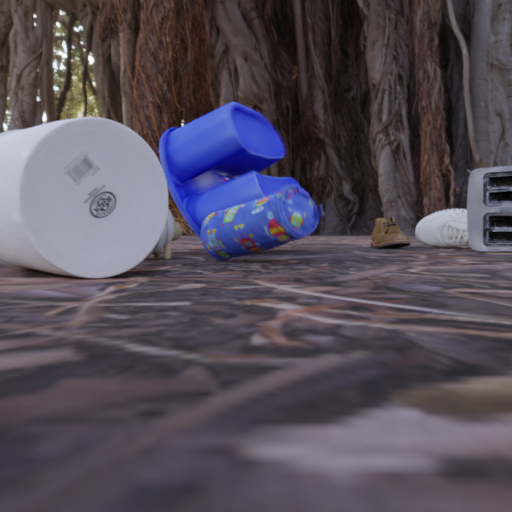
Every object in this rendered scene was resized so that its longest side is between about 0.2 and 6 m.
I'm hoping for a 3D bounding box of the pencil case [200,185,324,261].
[{"bbox_3d":[0.022,-0.476,8.062,0.750,0.835,1.923,36,-32,-31],"label":"pencil case"}]

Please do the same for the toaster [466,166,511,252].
[{"bbox_3d":[5.548,-1.029,12.157,2.096,1.896,1.244,2,3,31],"label":"toaster"}]

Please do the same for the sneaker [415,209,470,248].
[{"bbox_3d":[5.406,-0.620,14.143,2.834,1.065,1.148,1,11,30],"label":"sneaker"}]

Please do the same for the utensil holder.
[{"bbox_3d":[-2.108,-0.599,6.068,1.674,1.674,1.970,-2,6,-41],"label":"utensil holder"}]

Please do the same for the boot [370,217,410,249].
[{"bbox_3d":[3.451,-0.602,14.680,0.829,0.850,2.252,2,4,-3],"label":"boot"}]

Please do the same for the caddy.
[{"bbox_3d":[-0.522,-1.459,11.316,1.981,2.668,3.774,-25,-4,19],"label":"caddy"}]

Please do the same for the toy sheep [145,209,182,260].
[{"bbox_3d":[-1.839,-0.404,8.942,1.438,0.991,0.991,-2,3,-39],"label":"toy sheep"}]
